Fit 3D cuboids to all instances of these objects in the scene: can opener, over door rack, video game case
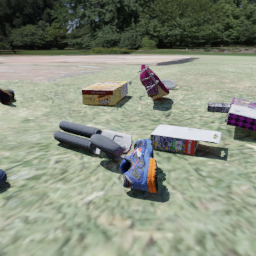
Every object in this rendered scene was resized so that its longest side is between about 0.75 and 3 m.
[{"bbox_3d":[-0.897,0.206,6.539,2.337,0.615,0.777,11,-22,38],"label":"can opener"},{"bbox_3d":[0.511,-1.613,9.924,1.030,0.761,0.343,-45,26,-15],"label":"over door rack"},{"bbox_3d":[4.128,-0.257,8.016,2.395,0.429,2.171,16,22,18],"label":"video game case"}]

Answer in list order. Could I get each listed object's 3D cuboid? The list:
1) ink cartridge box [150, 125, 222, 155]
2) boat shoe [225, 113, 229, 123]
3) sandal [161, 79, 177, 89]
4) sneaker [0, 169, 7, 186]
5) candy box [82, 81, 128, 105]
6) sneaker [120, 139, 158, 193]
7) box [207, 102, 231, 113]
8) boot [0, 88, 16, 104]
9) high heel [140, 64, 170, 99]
[{"bbox_3d":[1.423,0.297,6.883,1.602,0.403,0.873,8,19,20],"label":"ink cartridge box"},{"bbox_3d":[3.318,-0.364,9.058,0.272,0.323,0.905,11,23,20],"label":"boat shoe"},{"bbox_3d":[1.830,-2.275,14.913,1.487,0.605,0.365,-2,-23,-5],"label":"sandal"},{"bbox_3d":[-2.876,0.860,4.613,1.694,0.695,0.594,-17,24,-42],"label":"sneaker"},{"bbox_3d":[-0.938,-1.581,12.283,1.375,0.659,2.382,3,19,13],"label":"candy box"},{"bbox_3d":[0.184,0.651,5.438,0.667,0.641,1.701,-3,16,1],"label":"sneaker"},{"bbox_3d":[3.443,-0.779,10.517,0.893,0.222,0.704,5,18,15],"label":"box"},{"bbox_3d":[-5.066,-1.433,11.854,1.791,0.669,0.868,13,24,41],"label":"boot"},{"bbox_3d":[1.140,-1.912,11.715,0.873,1.245,2.590,-16,-1,14],"label":"high heel"}]
